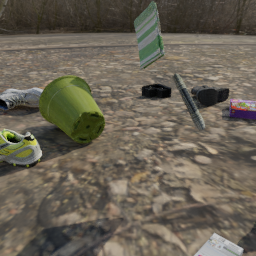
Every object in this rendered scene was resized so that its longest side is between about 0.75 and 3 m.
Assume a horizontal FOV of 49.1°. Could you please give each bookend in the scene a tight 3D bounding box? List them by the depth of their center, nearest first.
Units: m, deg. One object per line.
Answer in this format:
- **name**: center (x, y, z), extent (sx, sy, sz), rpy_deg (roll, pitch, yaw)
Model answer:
- **bookend**: center (1.436, -1.843, 14.227), extent (1.088, 0.501, 1.081), rpy_deg (-15, 28, -30)

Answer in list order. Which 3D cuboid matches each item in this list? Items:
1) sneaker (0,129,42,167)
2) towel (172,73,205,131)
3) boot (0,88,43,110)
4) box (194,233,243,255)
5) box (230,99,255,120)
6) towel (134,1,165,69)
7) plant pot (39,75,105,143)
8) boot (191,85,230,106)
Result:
- **sneaker**: center (-3.810, 0.477, 8.367), extent (2.545, 0.972, 0.959), rpy_deg (2, 25, 6)
- **towel**: center (1.336, -0.567, 6.226), extent (0.234, 1.303, 1.353), rpy_deg (-28, -2, 16)
- **boot**: center (-4.816, -1.166, 12.418), extent (2.555, 0.940, 1.221), rpy_deg (3, 30, 25)
- **box**: center (1.662, 2.338, 5.142), extent (0.606, 0.160, 0.777), rpy_deg (20, 30, 39)
- **box**: center (5.373, -0.770, 11.905), extent (1.991, 0.389, 1.362), rpy_deg (7, 25, 16)
- **towel**: center (0.787, -3.641, 11.230), extent (0.257, 2.195, 1.674), rpy_deg (-4, -8, -28)
- **plant pot**: center (-1.783, -0.484, 9.767), extent (2.063, 2.063, 1.959), rpy_deg (-15, 41, -30)
- **boot**: center (3.661, -1.649, 13.626), extent (2.376, 0.829, 1.564), rpy_deg (-6, 19, -41)
